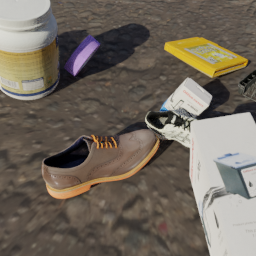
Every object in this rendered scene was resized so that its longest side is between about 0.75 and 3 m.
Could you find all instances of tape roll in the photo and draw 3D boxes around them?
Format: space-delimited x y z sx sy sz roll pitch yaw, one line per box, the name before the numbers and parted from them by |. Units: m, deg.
tape roll | -1.459 -2.296 8.930 0.437 1.332 1.332 39 48 -11

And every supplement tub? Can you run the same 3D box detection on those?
supplement tub | -2.915 -2.292 7.814 1.917 2.655 1.917 6 53 -8

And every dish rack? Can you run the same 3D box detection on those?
dish rack | 4.212 -1.085 8.376 1.197 0.426 1.561 -35 55 -29

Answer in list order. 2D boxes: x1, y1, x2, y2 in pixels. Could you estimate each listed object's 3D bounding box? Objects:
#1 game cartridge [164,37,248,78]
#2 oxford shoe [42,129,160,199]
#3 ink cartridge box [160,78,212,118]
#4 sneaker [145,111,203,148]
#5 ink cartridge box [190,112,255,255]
game cartridge | 2.623 -2.493 9.472 1.903 0.350 2.158 -21 49 -34
oxford shoe | -0.490 0.570 6.041 2.728 0.994 0.973 -25 47 -20
ink cartridge box | 1.468 -0.608 7.188 0.805 1.103 0.465 37 46 -3
sneaker | 1.231 -0.011 6.556 1.852 0.812 0.701 5 66 31
ink cartridge box | 1.844 1.348 4.691 1.127 1.921 2.624 -10 48 3
